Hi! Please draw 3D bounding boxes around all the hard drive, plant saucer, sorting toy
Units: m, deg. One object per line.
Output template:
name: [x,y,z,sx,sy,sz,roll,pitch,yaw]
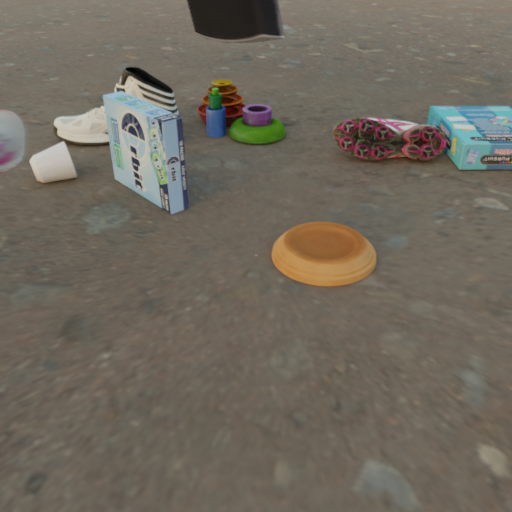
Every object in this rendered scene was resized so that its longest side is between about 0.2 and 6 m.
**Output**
hard drive: [-0.433,-3.816,8.309,0.418,1.331,1.974,-32,36,-25]
plant saucer: [1.192,-0.115,9.840,1.835,0.343,1.835,-1,32,0]
sorting toy: [-0.566,-4.010,15.139,1.807,1.234,3.007,-25,40,-34]

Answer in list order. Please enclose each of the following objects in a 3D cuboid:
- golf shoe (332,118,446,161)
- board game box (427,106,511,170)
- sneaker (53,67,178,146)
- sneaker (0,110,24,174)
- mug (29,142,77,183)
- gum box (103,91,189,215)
golf shoe: [3.156,-2.848,13.713,2.686,0.975,1.237,6,19,-2]
board game box: [5.776,-3.018,14.093,2.166,0.673,2.870,0,32,0]
sneaker: [-3.633,-3.910,14.361,3.294,1.895,1.243,-1,32,-2]
sneaker: [-3.311,-1.345,6.751,0.693,0.751,1.702,20,42,-8]
mug: [-4.561,-1.983,12.585,0.842,1.026,0.822,-22,70,-17]
gum box: [-2.283,-2.159,11.564,0.508,1.937,2.279,-26,41,-34]
